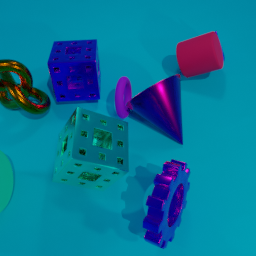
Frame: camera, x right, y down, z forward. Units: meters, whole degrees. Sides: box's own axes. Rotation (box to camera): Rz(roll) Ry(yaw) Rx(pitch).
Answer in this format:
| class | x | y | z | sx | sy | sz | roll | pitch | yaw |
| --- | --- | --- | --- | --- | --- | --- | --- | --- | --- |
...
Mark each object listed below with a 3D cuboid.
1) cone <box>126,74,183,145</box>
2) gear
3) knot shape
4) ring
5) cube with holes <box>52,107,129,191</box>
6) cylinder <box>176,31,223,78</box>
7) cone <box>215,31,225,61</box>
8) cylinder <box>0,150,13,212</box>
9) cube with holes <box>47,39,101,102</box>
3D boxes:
| class | x | y | z | sx | sy | sz | roll | pitch | yaw |
| --- | --- | --- | --- | --- | --- | --- | --- | --- | --- |
| cone | 1.031 | -0.276 | 7.304 | 1.615 | 1.615 | 1.621 | -27 | 86 | -17 |
| gear | 0.815 | 1.488 | 5.579 | 0.312 | 1.686 | 1.686 | 12 | 56 | 28 |
| knot shape | -3.085 | -1.073 | 7.430 | 1.798 | 1.922 | 0.888 | 10 | 64 | 43 |
| ring | -0.112 | -0.810 | 7.480 | 0.225 | 1.125 | 1.125 | 4 | 56 | 14 |
| cube with holes | -0.824 | 0.521 | 6.242 | 1.238 | 1.238 | 1.238 | 17 | 52 | -25 |
| cylinder | 2.082 | -2.101 | 8.102 | 1.065 | 1.065 | 1.065 | -11 | 51 | 31 |
| cone | 2.639 | -2.618 | 8.725 | 0.967 | 0.970 | 0.967 | -1 | 55 | 2 |
| cylinder | -3.391 | 1.152 | 5.828 | 1.390 | 1.390 | 1.390 | -6 | 56 | 9 |
| cube with holes | -1.421 | -1.605 | 7.792 | 1.210 | 1.210 | 1.210 | -3 | 43 | -1 |
